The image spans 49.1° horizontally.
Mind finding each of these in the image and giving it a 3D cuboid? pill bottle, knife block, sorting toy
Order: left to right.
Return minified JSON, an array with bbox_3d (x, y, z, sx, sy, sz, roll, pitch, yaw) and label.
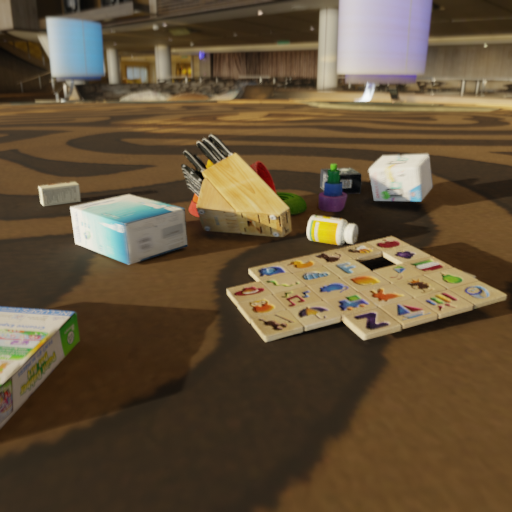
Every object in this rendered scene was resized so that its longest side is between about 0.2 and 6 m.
[{"bbox_3d":[-0.423,-1.715,12.875,2.743,0.877,2.408,5,59,11],"label":"knife block"},{"bbox_3d":[0.315,-1.832,14.308,4.107,1.415,1.424,-3,20,-5],"label":"sorting toy"},{"bbox_3d":[1.634,-0.532,11.956,0.995,0.561,0.561,9,22,25],"label":"pill bottle"}]

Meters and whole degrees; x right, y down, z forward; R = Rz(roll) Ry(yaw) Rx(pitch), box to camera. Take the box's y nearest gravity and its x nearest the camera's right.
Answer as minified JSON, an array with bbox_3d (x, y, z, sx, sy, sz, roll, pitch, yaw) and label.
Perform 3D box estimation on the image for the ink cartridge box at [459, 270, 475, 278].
[{"bbox_3d":[3.352,0.447,9.619,0.548,0.318,0.942,-12,23,-30],"label":"ink cartridge box"}]

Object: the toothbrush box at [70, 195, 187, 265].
[{"bbox_3d":[-2.662,-0.613,11.669,2.053,0.876,1.503,17,27,40],"label":"toothbrush box"}]

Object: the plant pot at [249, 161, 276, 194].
[{"bbox_3d":[-0.152,-1.676,13.886,0.948,1.072,1.072,-20,13,21],"label":"plant pot"}]

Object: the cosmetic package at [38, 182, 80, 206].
[{"bbox_3d":[-5.336,-1.685,15.200,0.994,0.514,0.433,-10,22,-28],"label":"cosmetic package"}]

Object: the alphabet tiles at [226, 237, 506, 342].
[{"bbox_3d":[1.525,0.520,9.224,3.697,0.140,3.091,-13,23,-17],"label":"alphabet tiles"}]

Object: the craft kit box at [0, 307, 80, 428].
[{"bbox_3d":[-3.803,1.325,6.939,2.372,0.576,2.343,3,18,8],"label":"craft kit box"}]

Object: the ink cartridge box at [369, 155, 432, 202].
[{"bbox_3d":[3.823,-2.053,14.799,1.313,0.963,0.958,4,31,36],"label":"ink cartridge box"}]

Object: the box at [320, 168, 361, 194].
[{"bbox_3d":[2.481,-2.203,16.499,0.981,0.608,0.964,-3,18,-8],"label":"box"}]
